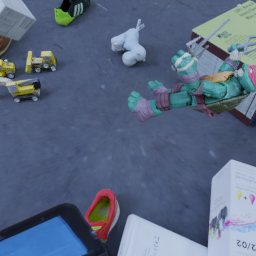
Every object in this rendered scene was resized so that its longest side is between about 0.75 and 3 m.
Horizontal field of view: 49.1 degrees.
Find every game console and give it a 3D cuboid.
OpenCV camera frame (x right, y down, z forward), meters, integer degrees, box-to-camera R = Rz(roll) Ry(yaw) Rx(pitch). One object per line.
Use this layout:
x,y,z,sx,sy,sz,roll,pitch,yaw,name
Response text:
-1.498,2.737,4.516,2.474,1.468,2.132,-24,66,0,game console

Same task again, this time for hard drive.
0.739,2.633,5.246,2.004,0.267,1.322,28,52,-13,hard drive

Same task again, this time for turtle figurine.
1.320,-0.805,4.821,1.917,2.561,1.289,-10,85,-50,turtle figurine

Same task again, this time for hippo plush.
0.201,-2.715,9.586,1.375,1.095,1.105,-28,84,16,hippo plush

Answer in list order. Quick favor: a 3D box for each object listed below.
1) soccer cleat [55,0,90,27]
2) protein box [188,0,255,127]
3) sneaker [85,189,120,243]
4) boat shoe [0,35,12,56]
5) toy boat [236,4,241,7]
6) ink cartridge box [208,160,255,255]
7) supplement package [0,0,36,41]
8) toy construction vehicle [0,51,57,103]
-2.173,-4.922,11.232,0.716,0.860,2.121,22,56,16,soccer cleat
3.624,-2.017,8.386,2.680,1.821,2.700,-32,59,-22,protein box
-0.781,2.205,5.739,0.820,0.904,2.129,12,54,9,sneaker
-4.741,-2.885,9.488,0.918,0.862,2.551,24,59,-4,boat shoe
4.370,-4.545,11.210,0.799,0.442,0.951,13,54,11,toy boat
2.541,2.314,5.416,1.719,1.013,2.986,17,54,-1,ink cartridge box
-2.653,-2.468,5.870,0.679,0.923,0.883,-40,80,18,supplement package
-3.459,-1.762,8.860,2.212,0.779,1.926,-4,53,-3,toy construction vehicle
